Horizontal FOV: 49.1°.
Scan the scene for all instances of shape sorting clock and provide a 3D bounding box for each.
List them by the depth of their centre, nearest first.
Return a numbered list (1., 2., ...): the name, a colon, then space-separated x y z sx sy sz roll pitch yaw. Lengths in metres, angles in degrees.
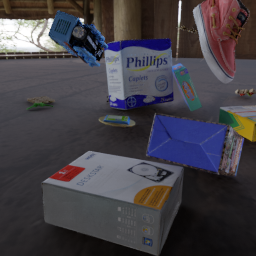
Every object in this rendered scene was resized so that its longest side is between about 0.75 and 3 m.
1. shape sorting clock: -0.404 -0.240 10.385 1.359 0.267 1.359 3 14 -1

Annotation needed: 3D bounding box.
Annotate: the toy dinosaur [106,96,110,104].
1. toy dinosaur: -0.726 -1.411 14.044 0.555 0.418 1.085 27 24 32

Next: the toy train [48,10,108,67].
1. toy train: -1.554 -2.842 9.233 1.405 1.066 2.460 25 1 7

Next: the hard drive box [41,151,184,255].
1. hard drive box: -0.195 1.188 5.045 2.072 0.796 1.615 7 18 21

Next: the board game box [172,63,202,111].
1. board game box: 2.700 -1.998 13.197 0.561 1.896 2.493 -23 14 10

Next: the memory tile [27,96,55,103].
1. memory tile: -4.471 -1.425 14.366 1.065 0.117 1.390 -14 23 -36

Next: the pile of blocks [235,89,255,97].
1. pile of blocks: 6.546 -1.898 15.626 1.166 0.479 0.362 5 59 46

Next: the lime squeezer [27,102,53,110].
1. lime squeezer: -4.126 -1.060 13.060 1.197 0.226 0.423 -8 19 -25

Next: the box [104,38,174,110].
1. box: 0.542 -2.502 12.826 2.679 2.913 1.528 -12 14 -28

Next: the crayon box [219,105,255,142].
1. crayon box: 4.435 -0.163 9.517 1.587 0.651 2.524 -4 17 -11

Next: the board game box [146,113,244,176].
1. board game box: 1.538 0.405 6.136 1.521 0.924 1.908 11 -4 31

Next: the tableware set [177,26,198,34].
1. tableware set: 2.738 -4.468 12.640 0.910 0.182 0.601 2 28 -30

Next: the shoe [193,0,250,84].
1. shoe: 2.893 -2.825 8.209 1.045 2.926 1.331 15 -33 -40
